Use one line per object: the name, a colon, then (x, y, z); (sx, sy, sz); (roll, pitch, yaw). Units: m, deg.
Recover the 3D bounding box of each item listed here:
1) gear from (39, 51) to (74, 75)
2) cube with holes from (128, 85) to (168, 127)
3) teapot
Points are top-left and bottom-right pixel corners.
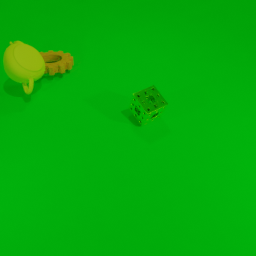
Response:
gear: (-2.677, -2.291, 9.760); (1.493, 0.276, 1.493); (1, 36, -1)
cube with holes: (0.556, -0.621, 7.918); (0.718, 0.718, 0.718); (-27, 71, -23)
teapot: (-3.199, -1.937, 8.454); (1.217, 0.958, 1.957); (-5, 71, -48)
